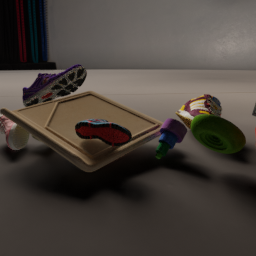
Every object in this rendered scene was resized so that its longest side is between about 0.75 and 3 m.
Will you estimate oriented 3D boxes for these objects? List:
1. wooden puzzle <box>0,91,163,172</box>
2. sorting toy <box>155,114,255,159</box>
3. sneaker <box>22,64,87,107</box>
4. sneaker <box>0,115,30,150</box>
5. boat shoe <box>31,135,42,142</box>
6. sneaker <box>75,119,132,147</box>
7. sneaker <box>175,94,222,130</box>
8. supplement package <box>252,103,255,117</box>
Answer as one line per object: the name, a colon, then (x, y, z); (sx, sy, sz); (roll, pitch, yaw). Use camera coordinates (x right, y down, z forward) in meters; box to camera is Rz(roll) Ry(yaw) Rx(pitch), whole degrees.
wooden puzzle: (-0.713, -0.053, 5.321); (2.292, 0.461, 2.478); (27, 29, 33)
sorting toy: (1.280, 0.372, 4.011); (2.433, 0.844, 0.838); (8, 58, 49)
sneaker: (-2.397, -1.447, 8.748); (2.312, 0.964, 0.932); (-25, -18, 10)
sneaker: (-2.363, 0.055, 5.605); (0.665, 0.479, 1.272); (-12, 33, 1)
boat shoe: (-1.473, -0.110, 6.082); (0.620, 0.531, 1.696); (31, 20, 9)
sneaker: (-0.351, -0.003, 4.513); (0.957, 0.380, 0.457); (12, 26, 19)
sneaker: (1.710, -0.327, 6.065); (0.882, 0.734, 1.958); (-45, 20, 2)
supplement package: (3.767, -0.437, 7.183); (0.513, 0.494, 0.903); (-12, 30, -44)
